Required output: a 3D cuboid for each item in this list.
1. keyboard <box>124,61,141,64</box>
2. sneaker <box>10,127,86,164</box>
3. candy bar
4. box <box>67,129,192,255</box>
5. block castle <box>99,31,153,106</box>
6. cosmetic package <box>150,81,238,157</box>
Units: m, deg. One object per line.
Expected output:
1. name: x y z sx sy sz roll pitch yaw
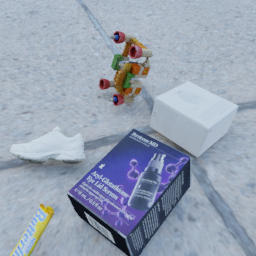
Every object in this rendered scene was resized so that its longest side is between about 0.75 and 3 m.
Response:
1. keyboard: 0.270 -2.391 10.891 0.900 0.178 0.469 4 64 4
2. sneaker: -1.999 0.432 7.128 1.890 0.736 0.939 2 72 -4
3. candy bar: -1.974 2.262 5.268 0.447 0.199 1.792 18 68 30
4. box: 0.122 1.266 5.849 1.572 1.108 2.124 25 55 31
5. block castle: -0.192 -1.782 8.604 0.940 2.003 1.338 -7 44 -37
6. cosmetic package: 1.810 -0.314 7.785 1.674 1.029 1.669 34 44 30
